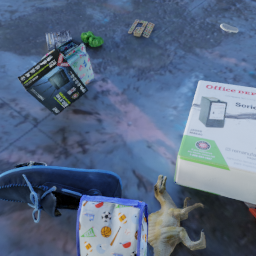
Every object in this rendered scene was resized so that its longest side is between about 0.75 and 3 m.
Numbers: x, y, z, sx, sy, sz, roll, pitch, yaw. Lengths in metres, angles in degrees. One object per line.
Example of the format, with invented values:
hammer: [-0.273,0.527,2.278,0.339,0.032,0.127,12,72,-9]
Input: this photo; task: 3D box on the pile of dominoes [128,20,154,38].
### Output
pile of dominoes: [0.591,-4.280,11.863,0.912,0.186,1.170,15,53,12]

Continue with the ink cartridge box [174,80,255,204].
ink cartridge box: [2.611,0.201,7.346,2.158,1.246,2.967,12,49,15]

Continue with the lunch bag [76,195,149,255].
lunch bag: [-0.282,2.129,5.608,1.347,1.584,0.981,2,14,14]

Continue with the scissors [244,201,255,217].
scissors: [2.981,1.918,6.827,2.327,0.162,0.851,35,61,23]

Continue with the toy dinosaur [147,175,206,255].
toy dinosaur: [0.970,2.392,6.226,1.445,0.832,2.858,-3,42,18]

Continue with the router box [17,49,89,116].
router box: [-2.026,-1.219,7.891,1.292,1.724,0.536,-38,65,-2]

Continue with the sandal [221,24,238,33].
sandal: [4.236,-4.142,11.766,0.784,0.193,0.319,17,67,-3]

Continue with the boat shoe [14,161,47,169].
boat shoe: [-2.604,1.024,7.485,0.812,0.277,0.300,-2,51,-2]

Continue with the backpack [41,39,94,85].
backpack: [-1.984,-1.889,9.124,1.633,1.449,1.229,-36,54,-20]

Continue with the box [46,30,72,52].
box: [-2.686,-3.359,11.037,0.973,0.297,1.229,-12,52,-10]

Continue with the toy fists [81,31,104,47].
toy fists: [-1.462,-3.548,11.170,0.999,0.344,0.509,35,60,24]

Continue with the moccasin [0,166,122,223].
moccasin: [-1.643,1.502,6.398,2.994,1.205,1.021,-3,52,4]
